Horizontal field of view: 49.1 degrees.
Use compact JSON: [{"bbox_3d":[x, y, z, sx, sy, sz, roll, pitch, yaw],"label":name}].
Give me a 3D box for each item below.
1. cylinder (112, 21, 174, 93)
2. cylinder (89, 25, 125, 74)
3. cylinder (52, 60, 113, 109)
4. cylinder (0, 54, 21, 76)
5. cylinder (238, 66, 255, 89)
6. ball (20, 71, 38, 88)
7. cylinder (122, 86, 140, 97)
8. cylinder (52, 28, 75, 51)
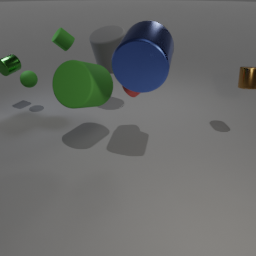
[{"bbox_3d":[0.419,-1.842,7.184,1.400,1.400,1.400,6,38,11],"label":"cylinder"},{"bbox_3d":[-0.693,-3.133,11.197,1.400,1.400,1.400,-7,44,7],"label":"cylinder"},{"bbox_3d":[-1.368,-1.335,8.719,1.400,1.400,1.400,12,11,21],"label":"cylinder"},{"bbox_3d":[-4.920,-2.597,11.573,0.700,0.700,0.700,16,40,27],"label":"cylinder"},{"bbox_3d":[4.081,-1.683,9.374,0.700,0.700,0.700,0,16,0],"label":"cylinder"},{"bbox_3d":[-4.121,-2.030,11.645,0.700,0.700,0.700,0,28,0],"label":"ball"},{"bbox_3d":[0.269,-1.481,9.235,0.700,0.700,0.700,-35,10,32],"label":"cylinder"},{"bbox_3d":[-2.741,-3.748,11.850,0.700,0.700,0.700,33,10,-32],"label":"cylinder"}]
